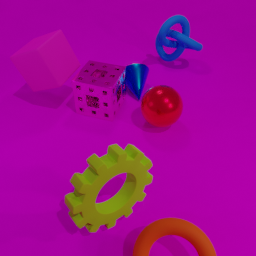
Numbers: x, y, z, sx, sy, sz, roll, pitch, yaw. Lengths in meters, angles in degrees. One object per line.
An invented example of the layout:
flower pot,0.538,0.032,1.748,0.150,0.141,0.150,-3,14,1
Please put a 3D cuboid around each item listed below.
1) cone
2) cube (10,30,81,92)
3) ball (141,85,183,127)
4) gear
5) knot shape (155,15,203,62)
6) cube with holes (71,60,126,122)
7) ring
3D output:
cone,0.309,-1.499,10.034,1.144,1.144,1.148,-7,68,-7
cube,-2.561,-2.094,8.834,1.295,1.295,1.295,-4,40,33
ball,1.029,-0.662,8.552,1.293,1.293,1.293,0,43,0
gear,-0.324,1.223,5.653,1.885,1.885,0.349,-27,42,-26
knot shape,1.828,-3.474,10.779,1.956,1.830,0.904,3,62,26
cube with holes,-0.902,-1.245,9.273,1.318,1.318,1.318,13,44,14
ring,0.860,2.510,5.275,1.598,0.320,1.598,-2,84,15
